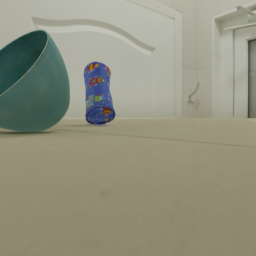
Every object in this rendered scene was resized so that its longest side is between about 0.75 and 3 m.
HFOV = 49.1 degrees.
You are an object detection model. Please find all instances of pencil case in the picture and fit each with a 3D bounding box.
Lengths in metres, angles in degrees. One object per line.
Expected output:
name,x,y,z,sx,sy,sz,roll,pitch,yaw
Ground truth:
pencil case,-1.125,-1.346,10.790,1.104,2.830,1.229,-9,-42,0

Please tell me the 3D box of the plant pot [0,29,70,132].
plant pot,-2.186,-0.800,6.216,2.293,2.293,1.544,2,-35,37
